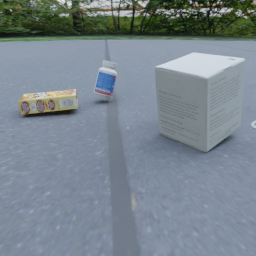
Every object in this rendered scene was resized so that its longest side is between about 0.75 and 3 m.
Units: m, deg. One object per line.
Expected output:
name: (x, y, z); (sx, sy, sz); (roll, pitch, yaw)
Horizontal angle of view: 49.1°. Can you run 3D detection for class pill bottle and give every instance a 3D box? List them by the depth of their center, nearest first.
pill bottle: (-0.814, -1.841, 10.503); (0.717, 1.277, 0.717); (14, 11, -3)

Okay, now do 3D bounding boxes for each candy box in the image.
candy box: (-2.658, -0.908, 9.532); (1.843, 0.510, 1.064); (-6, 19, -9)

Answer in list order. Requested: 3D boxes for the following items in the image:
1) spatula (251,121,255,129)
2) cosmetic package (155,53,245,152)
spatula: (4.293, -0.139, 6.243); (2.604, 0.209, 1.811); (-28, 63, -8)
cosmetic package: (1.848, -0.753, 7.248); (1.616, 1.931, 1.606); (-27, 33, -32)
